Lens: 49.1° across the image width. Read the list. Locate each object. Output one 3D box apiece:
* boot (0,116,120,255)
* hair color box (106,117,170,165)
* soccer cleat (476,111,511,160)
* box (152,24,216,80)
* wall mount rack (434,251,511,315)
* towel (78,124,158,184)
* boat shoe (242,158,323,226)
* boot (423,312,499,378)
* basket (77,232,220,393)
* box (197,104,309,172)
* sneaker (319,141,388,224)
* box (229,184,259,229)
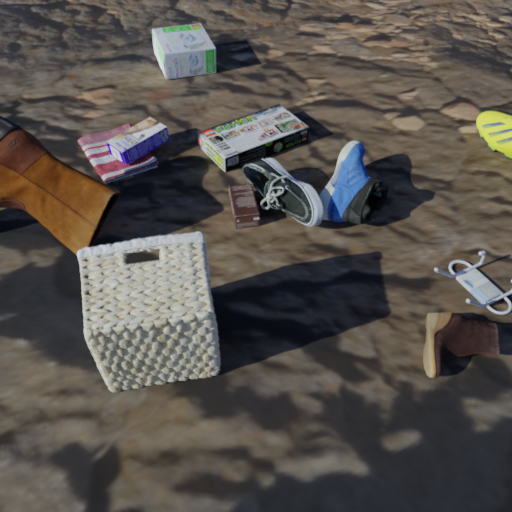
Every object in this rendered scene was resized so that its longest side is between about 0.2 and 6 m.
[{"bbox_3d":[-4.627,-0.906,11.464,3.021,2.844,1.034,35,6,0],"label":"boot"},{"bbox_3d":[-2.879,-2.824,13.707,1.341,0.435,0.733,-36,52,-25],"label":"hair color box"},{"bbox_3d":[6.584,-2.743,13.217,1.061,1.372,3.280,-18,48,-17],"label":"soccer cleat"},{"bbox_3d":[-2.210,-6.230,17.071,1.587,0.870,1.798,-11,47,-14],"label":"box"},{"bbox_3d":[4.112,0.496,10.575,1.303,0.559,1.500,-20,48,-19],"label":"wall mount rack"},{"bbox_3d":[-3.435,-2.576,13.877,1.417,0.224,1.968,-23,50,-20],"label":"towel"},{"bbox_3d":[0.509,-1.386,12.094,0.811,0.877,2.375,-13,48,-30],"label":"boat shoe"},{"bbox_3d":[3.514,1.548,9.543,1.213,0.528,1.458,10,43,12],"label":"boot"},{"bbox_3d":[-1.681,0.964,9.124,2.052,2.071,1.666,-8,52,-8],"label":"basket"},{"bbox_3d":[-0.061,-3.022,14.156,2.507,0.435,1.380,-24,50,-22],"label":"box"},{"bbox_3d":[2.337,-1.597,12.378,1.315,0.907,2.364,14,51,22],"label":"sneaker"},{"bbox_3d":[-0.266,-1.100,12.285,0.537,0.402,1.072,-7,44,-6],"label":"box"}]
